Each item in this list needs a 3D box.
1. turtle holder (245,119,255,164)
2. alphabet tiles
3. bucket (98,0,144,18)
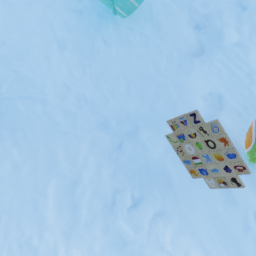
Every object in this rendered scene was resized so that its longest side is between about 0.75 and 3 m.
[{"bbox_3d":[3.990,0.284,7.309,1.838,1.397,1.306,-24,68,34],"label":"turtle holder"},{"bbox_3d":[1.830,0.589,6.731,0.068,1.795,2.157,-38,98,-33],"label":"alphabet tiles"},{"bbox_3d":[-0.147,-4.121,8.352,0.993,1.527,1.527,34,76,-32],"label":"bucket"}]
